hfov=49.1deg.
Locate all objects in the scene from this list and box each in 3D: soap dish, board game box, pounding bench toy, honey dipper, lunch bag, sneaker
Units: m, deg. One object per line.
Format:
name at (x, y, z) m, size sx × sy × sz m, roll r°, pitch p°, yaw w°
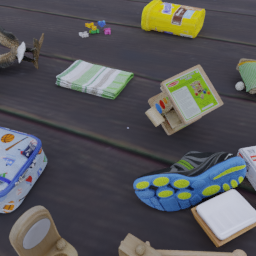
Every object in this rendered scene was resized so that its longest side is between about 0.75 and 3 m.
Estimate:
soap dish at (1.847, 1.699, 5.306) m, size 1.052 × 0.427 × 0.828 m, roll -19°, pitch 44°, yaw -20°
board game box at (4.106, 0.989, 6.068) m, size 2.855 × 0.494 × 1.802 m, roll -8°, pitch 41°, yaw -9°
pounding bench toy at (1.078, -0.487, 6.976) m, size 1.789 × 1.396 × 1.112 m, roll -27°, pitch 83°, yaw -17°
honey dipper at (0.939, 2.166, 4.797) m, size 2.139 × 0.406 × 0.406 m, roll 1°, pitch 41°, yaw 0°
lunch bag at (-3.002, 0.818, 6.030) m, size 2.263 × 0.855 × 1.813 m, roll 12°, pitch 44°, yaw 15°
sneaker at (1.266, 1.039, 5.928) m, size 2.392 × 0.848 × 0.991 m, roll -14°, pitch 19°, yaw -11°

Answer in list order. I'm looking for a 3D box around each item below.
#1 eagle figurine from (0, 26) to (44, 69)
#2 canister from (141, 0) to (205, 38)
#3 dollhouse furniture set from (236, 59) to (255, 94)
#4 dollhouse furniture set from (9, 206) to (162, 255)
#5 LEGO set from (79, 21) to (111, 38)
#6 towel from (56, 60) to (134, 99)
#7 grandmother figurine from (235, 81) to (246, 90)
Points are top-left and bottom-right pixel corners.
eagle figurine at (-4.096, -2.688, 9.817) m, size 2.005 × 1.513 × 1.521 m, roll 11°, pitch 51°, yaw -4°
canister at (2.035, -4.855, 12.457) m, size 2.399 × 1.038 × 1.782 m, roll 18°, pitch 44°, yaw 17°
dollhouse furniture set at (4.879, -1.882, 8.599) m, size 2.534 × 1.272 × 1.660 m, roll 6°, pitch 40°, yaw -3°
dollhouse furniture set at (-0.388, 2.298, 3.196) m, size 2.674 × 2.178 × 2.543 m, roll 25°, pitch 49°, yaw 25°
LEGO set at (-1.379, -4.281, 12.149) m, size 1.436 × 0.548 × 0.589 m, roll -15°, pitch 43°, yaw -15°
towel at (-1.090, -1.704, 9.324) m, size 2.169 × 0.333 × 1.618 m, roll 15°, pitch 44°, yaw 17°
grandmother figurine at (3.971, -1.408, 9.023) m, size 1.038 × 0.314 × 0.629 m, roll -11°, pitch 34°, yaw -8°
